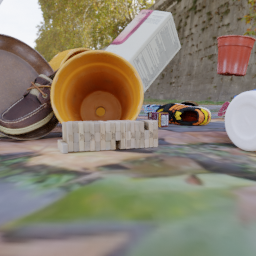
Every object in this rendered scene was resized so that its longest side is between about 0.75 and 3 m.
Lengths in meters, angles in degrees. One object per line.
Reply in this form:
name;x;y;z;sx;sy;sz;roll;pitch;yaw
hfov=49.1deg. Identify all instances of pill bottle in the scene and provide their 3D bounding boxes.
pill bottle;2.746;-0.154;5.042;1.817;1.019;1.019;-4;7;-28

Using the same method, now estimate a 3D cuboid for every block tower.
block tower;-0.300;0.114;5.001;1.815;0.525;0.490;-4;6;-22

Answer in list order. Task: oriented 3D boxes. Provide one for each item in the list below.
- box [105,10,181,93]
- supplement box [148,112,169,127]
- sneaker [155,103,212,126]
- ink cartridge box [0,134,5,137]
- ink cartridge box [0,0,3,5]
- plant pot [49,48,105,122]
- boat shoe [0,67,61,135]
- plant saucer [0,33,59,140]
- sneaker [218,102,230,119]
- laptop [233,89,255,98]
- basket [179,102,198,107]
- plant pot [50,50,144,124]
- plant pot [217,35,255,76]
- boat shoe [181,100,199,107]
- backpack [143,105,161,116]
box;0.398;-2.075;7.564;1.032;1.895;1.211;26;-21;37
supplement box;0.981;-0.286;9.226;0.353;0.455;0.825;-2;6;-24
sneaker;1.734;-0.486;9.735;2.137;0.747;0.962;7;6;36
ink cartridge box;-4.009;-0.462;6.680;2.077;1.301;1.335;5;8;38
ink cartridge box;-3.483;-3.354;6.508;0.633;1.866;1.082;-12;-42;15
plant pot;-2.034;-1.220;8.838;2.146;2.344;2.344;5;7;35
boat shoe;-1.877;-0.779;6.169;0.882;0.880;2.444;23;42;23
plant saucer;-2.577;-0.880;6.304;0.434;2.523;2.523;-23;-9;34
sneaker;4.779;-0.703;12.686;0.736;0.795;1.972;28;-2;-14
laptop;3.782;-0.606;7.197;1.695;1.049;1.810;-18;0;18
basket;2.441;-0.623;11.257;1.033;0.779;1.146;12;5;17
plant pot;-0.630;-0.537;6.298;1.828;1.828;1.674;0;-10;-2
plant pot;3.685;-2.475;9.802;1.279;1.244;1.279;6;7;-1
boat shoe;2.554;-0.747;12.697;2.306;0.830;0.784;-15;19;-36
backpack;1.270;-0.932;14.823;0.847;0.624;0.928;3;6;30
